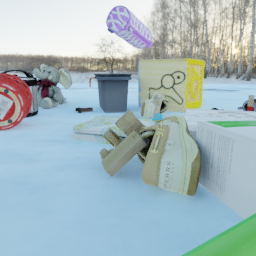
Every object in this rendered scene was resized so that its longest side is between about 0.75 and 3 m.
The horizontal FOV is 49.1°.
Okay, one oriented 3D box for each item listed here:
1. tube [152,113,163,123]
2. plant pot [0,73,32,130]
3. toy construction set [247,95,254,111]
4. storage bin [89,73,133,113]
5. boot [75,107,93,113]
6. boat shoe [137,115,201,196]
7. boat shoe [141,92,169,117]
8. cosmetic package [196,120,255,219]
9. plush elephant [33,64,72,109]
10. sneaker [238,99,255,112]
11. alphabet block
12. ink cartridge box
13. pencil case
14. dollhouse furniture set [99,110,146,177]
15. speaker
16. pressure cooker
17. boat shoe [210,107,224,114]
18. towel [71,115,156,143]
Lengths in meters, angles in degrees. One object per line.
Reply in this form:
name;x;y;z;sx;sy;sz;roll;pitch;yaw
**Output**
tube;1.014;-0.227;9.875;0.516;0.336;1.333;-11;13;13
plant pot;-4.188;-0.878;9.344;1.786;1.786;1.627;-3;15;-12
toy construction set;4.995;-0.817;8.803;2.395;1.840;1.997;7;13;35
storage bin;-0.889;-1.755;13.610;1.945;1.795;2.673;-2;11;-11
boot;-1.956;-0.848;13.085;0.830;0.267;0.773;-1;12;-28
boat shoe;0.619;0.306;5.232;0.920;1.025;2.771;6;11;-1
boat shoe;1.322;-0.947;12.013;0.836;0.928;2.572;11;18;18
cosmetic package;2.037;0.601;3.618;1.379;1.087;2.563;-1;10;-15
plush elephant;-4.403;-2.349;15.289;2.432;2.286;2.953;7;13;30
sneaker;5.606;-0.770;11.203;1.311;0.870;2.304;-10;9;-37
alphabet block;2.213;-2.220;14.216;2.575;2.515;2.528;8;16;31
ink cartridge box;2.954;0.001;7.721;2.860;0.639;2.519;3;12;13
pencil case;0.060;-1.713;4.862;0.482;0.473;1.128;33;14;20
dollhouse furniture set;0.091;0.465;5.476;1.055;0.904;1.110;-44;29;2
speaker;0.829;1.110;1.994;1.702;0.753;0.753;-8;14;-36
pressure cooker;-4.707;-1.470;11.826;1.727;1.933;1.700;5;12;20
boat shoe;3.745;-0.695;11.974;0.425;0.352;1.182;-2;11;-11
towel;-0.353;0.049;8.007;2.039;0.491;1.746;4;15;20
